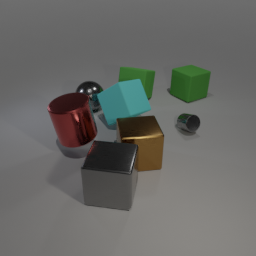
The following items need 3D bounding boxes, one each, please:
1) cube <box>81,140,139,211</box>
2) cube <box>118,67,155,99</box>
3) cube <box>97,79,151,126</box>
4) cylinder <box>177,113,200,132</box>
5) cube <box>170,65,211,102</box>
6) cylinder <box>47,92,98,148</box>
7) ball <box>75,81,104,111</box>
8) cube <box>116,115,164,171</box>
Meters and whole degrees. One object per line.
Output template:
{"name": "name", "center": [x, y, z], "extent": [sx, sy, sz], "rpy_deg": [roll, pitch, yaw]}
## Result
{"name": "cube", "center": [-0.474, 1.361, 8.263], "extent": [1.400, 1.400, 1.400], "rpy_deg": [5, 31, 8]}
{"name": "cube", "center": [0.422, -2.268, 14.051], "extent": [1.400, 1.400, 1.400], "rpy_deg": [13, 15, 21]}
{"name": "cube", "center": [-0.155, -1.075, 11.668], "extent": [1.400, 1.400, 1.400], "rpy_deg": [-22, -2, 42]}
{"name": "cylinder", "center": [2.471, -0.225, 11.454], "extent": [0.700, 0.700, 0.700], "rpy_deg": [-13, 13, -20]}
{"name": "cube", "center": [3.188, -2.327, 14.457], "extent": [1.400, 1.400, 1.400], "rpy_deg": [-18, 34, -29]}
{"name": "cylinder", "center": [-1.861, -0.285, 9.570], "extent": [1.400, 1.400, 1.400], "rpy_deg": [-7, 34, 5]}
{"name": "ball", "center": [-1.786, -1.501, 13.122], "extent": [1.400, 1.400, 1.400], "rpy_deg": [0, 31, 0]}
{"name": "cube", "center": [0.369, 0.529, 9.677], "extent": [1.400, 1.400, 1.400], "rpy_deg": [-4, 31, -7]}
